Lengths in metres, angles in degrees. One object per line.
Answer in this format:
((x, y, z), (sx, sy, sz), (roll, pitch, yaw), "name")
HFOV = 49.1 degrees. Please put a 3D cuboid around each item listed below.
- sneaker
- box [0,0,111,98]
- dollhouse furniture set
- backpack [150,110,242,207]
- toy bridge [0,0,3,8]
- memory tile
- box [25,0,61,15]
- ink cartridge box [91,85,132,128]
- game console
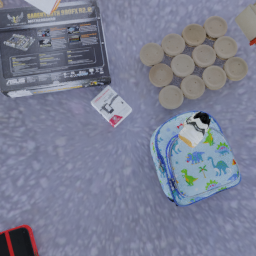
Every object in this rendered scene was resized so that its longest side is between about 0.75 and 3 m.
((1.306, -0.056, 5.102), (0.470, 1.243, 0.545), (37, 113, 3), "sneaker")
((-1.963, -2.081, 7.356), (2.768, 0.669, 2.193), (-9, 82, -6), "box")
((3.320, -2.423, 5.158), (2.362, 2.336, 1.217), (-37, 88, -33), "dollhouse furniture set")
((1.553, 0.643, 6.669), (1.855, 1.490, 2.028), (-19, 79, -6), "backpack")
((-3.822, -3.452, 7.862), (0.572, 0.231, 1.700), (-10, 82, -1), "toy bridge")
((1.772, -1.812, 7.647), (2.605, 0.219, 1.997), (-24, 83, -3), "memory tile")
((-1.539, -2.742, 5.404), (0.593, 1.216, 0.756), (28, 112, -20), "box")
((-0.440, -0.568, 7.387), (0.658, 0.378, 0.906), (-44, 84, -6), "ink cartridge box")
((-2.821, 3.143, 6.996), (1.087, 0.191, 1.229), (-18, 82, 1), "game console")
